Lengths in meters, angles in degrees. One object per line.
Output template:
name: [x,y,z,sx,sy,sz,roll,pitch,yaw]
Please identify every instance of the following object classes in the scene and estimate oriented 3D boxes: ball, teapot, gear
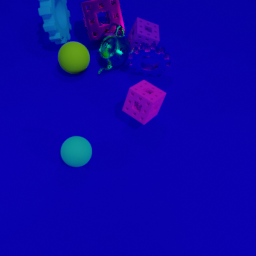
ball: [-1.689,-2.193,8.762,0.971,0.971,0.971,0,56,0]
teapot: [-0.485,-2.445,8.909,1.043,0.821,1.677,25,97,38]
gear: [-2.367,-3.766,9.175,0.354,1.915,1.915,-5,56,8]
gear: [0.642,-2.036,8.450,1.256,1.256,0.232,7,64,4]
ball: [-1.283,0.588,6.970,0.759,0.759,0.759,0,56,0]

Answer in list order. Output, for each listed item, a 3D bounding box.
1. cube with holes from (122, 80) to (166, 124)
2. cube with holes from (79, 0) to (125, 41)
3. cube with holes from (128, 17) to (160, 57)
cube with holes: [0.424,-0.692,7.411,0.727,0.727,0.727,34,40,17]
cube with holes: [-0.882,-3.695,9.351,1.168,1.168,1.168,-16,27,-6]
cube with holes: [0.505,-2.977,9.248,0.773,0.773,0.773,13,55,-18]
